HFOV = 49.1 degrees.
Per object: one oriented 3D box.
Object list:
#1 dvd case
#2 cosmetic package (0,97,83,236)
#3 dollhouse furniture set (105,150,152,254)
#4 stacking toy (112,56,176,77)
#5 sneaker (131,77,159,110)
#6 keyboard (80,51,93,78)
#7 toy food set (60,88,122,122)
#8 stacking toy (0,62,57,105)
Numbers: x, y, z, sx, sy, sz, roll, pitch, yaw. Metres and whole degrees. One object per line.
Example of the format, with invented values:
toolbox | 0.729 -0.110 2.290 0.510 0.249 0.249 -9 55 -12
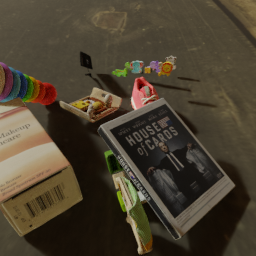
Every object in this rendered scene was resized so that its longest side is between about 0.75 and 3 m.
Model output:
dvd case | 0.893 0.697 6.224 2.051 0.337 2.729 -26 72 -36
cosmetic package | -2.462 0.690 6.409 1.530 1.291 2.960 -30 47 -24
dollhouse furniture set | 0.252 1.203 5.709 0.936 1.212 2.424 -17 28 -9
stacking toy | 0.660 -2.210 10.001 2.103 0.494 1.585 2 20 17
sneaker | 0.564 -0.645 8.227 0.884 1.040 2.398 -15 42 -8
keyboard | -1.494 -2.244 10.095 0.141 0.871 1.371 -8 6 8
toy food set | -1.081 -0.779 8.394 1.150 0.484 1.603 25 33 24
stacking toy | -3.044 -1.175 8.158 1.113 1.113 2.608 24 9 26
